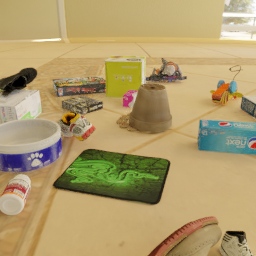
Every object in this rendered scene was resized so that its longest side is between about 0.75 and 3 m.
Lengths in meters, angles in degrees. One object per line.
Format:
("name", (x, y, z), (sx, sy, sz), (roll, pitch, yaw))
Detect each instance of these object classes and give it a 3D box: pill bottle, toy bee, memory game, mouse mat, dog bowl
("pill bottle", (-2.365, 1.376, 5.945), (0.500, 0.500, 0.885), (-2, 22, -4))
("toy bee", (4.667, -1.654, 12.744), (2.270, 1.234, 1.486), (-34, 35, -10))
("memory game", (0.556, -0.249, 10.367), (1.995, 0.127, 1.995), (0, 23, 0))
("mouse mat", (-0.309, 1.123, 7.117), (2.582, 0.097, 2.077), (5, 23, 14))
("dog bowl", (-2.882, 0.422, 7.876), (1.980, 0.780, 1.980), (0, 22, 0))

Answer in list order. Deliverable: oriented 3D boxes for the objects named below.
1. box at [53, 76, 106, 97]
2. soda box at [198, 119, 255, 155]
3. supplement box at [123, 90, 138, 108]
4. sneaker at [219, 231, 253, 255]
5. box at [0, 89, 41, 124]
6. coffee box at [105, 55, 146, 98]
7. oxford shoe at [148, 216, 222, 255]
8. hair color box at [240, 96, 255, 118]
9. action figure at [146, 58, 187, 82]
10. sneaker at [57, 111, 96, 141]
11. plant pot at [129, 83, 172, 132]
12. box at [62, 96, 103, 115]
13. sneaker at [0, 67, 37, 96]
("box", (-2.494, -2.220, 14.657), (2.642, 0.498, 1.805), (-8, 24, -18))
("soda box", (3.227, 0.270, 8.267), (2.235, 0.758, 0.717), (4, 23, 10))
("supplement box", (0.164, -1.308, 12.423), (0.519, 0.530, 1.026), (7, 25, 15))
("sneaker", (1.814, 1.989, 4.388), (0.356, 0.543, 0.944), (-10, 25, -23))
("box", (-4.499, -0.722, 10.303), (1.890, 1.035, 2.141), (2, 22, 3))
("coffee box", (-0.079, -2.539, 13.740), (1.772, 1.774, 1.755), (3, 23, 8))
("oxford shoe", (0.650, 2.145, 3.943), (2.713, 0.956, 1.014), (-17, 56, -41))
("hair color box", (5.308, -0.723, 10.904), (0.969, 0.586, 1.937), (-2, 23, -6))
("action figure", (2.057, -3.465, 16.648), (2.674, 1.399, 2.587), (-3, 14, -5))
("sneaker", (-1.735, -0.189, 8.752), (0.766, 0.809, 1.969), (-48, 27, -23))
("plant pot", (0.813, -0.783, 9.750), (1.555, 1.350, 1.555), (1, 26, -1))
("box", (-1.938, -0.997, 11.895), (1.417, 0.348, 1.142), (19, 28, 39))
("sneaker", (-4.118, -1.803, 10.736), (1.093, 0.629, 2.096), (9, 33, 38))
